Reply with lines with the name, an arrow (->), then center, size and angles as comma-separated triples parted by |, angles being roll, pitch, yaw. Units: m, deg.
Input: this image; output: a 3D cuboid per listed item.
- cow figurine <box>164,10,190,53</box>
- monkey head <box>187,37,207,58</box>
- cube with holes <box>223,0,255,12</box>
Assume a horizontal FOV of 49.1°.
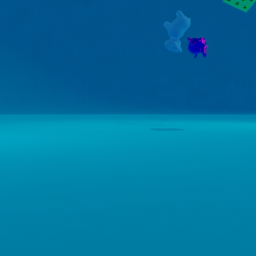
cow figurine -> 1.967, -3.714, 10.986 | 1.379, 1.357, 0.757 | -39, -27, 21
monkey head -> 2.440, -2.786, 9.849 | 0.648, 0.774, 1.076 | -10, -29, 22
cube with holes -> 2.921, -3.556, 7.079 | 0.707, 0.707, 0.707 | 20, -30, -9
